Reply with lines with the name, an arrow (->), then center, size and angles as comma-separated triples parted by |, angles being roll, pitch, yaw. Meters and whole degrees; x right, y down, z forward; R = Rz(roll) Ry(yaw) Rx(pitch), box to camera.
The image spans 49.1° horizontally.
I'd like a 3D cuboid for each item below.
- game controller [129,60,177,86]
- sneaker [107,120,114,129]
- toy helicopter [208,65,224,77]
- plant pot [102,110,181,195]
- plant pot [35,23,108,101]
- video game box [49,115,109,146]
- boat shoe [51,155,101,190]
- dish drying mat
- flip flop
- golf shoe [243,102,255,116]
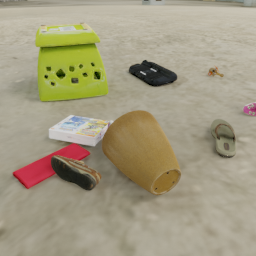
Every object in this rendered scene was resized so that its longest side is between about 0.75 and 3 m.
game controller -> 1.199, -2.790, 14.268 | 1.493, 0.603, 2.863 | -27, 36, -16
sneaker -> 0.049, 0.450, 7.896 | 1.068, 0.972, 2.416 | 2, 15, -22
toy helicopter -> 4.503, -2.831, 14.227 | 0.792, 0.524, 0.312 | 28, 33, 14
plant pot -> 0.452, 0.730, 6.979 | 1.678, 1.678, 1.800 | -14, 42, -23
plant pot -> -2.590, -3.065, 12.389 | 2.971, 2.709, 2.986 | -8, 29, -12
video game box -> -1.521, 0.046, 9.133 | 1.576, 0.369, 1.436 | 9, 26, 15
boat shoe -> -1.338, 1.109, 7.258 | 1.458, 0.552, 0.539 | 26, 29, 21
dish drying mat -> -2.069, 0.995, 7.783 | 0.783, 0.186, 2.039 | 25, 37, 36
flip flop -> 3.011, 0.203, 8.764 | 0.756, 0.537, 1.864 | 1, 32, 13
golf shoe -> 4.920, -0.776, 10.722 | 1.360, 0.512, 0.622 | -8, 12, -14
